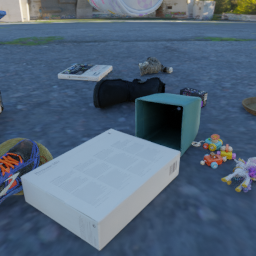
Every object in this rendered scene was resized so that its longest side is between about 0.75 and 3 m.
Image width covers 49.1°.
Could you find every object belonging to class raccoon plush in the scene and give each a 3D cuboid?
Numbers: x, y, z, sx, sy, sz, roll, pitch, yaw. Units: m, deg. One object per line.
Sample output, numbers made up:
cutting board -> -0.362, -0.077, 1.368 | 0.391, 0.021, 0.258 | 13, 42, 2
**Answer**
raccoon plush -> 1.257, -2.804, 13.057 | 1.557, 0.753, 1.043 | 8, 34, 16

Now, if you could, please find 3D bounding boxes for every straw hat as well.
straw hat -> -2.095, 0.787, 5.529 | 1.164, 1.164, 0.492 | -13, -10, -25

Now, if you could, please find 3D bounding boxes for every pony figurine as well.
pony figurine -> 2.296, 0.881, 5.411 | 0.755, 0.652, 0.782 | 11, 41, 42

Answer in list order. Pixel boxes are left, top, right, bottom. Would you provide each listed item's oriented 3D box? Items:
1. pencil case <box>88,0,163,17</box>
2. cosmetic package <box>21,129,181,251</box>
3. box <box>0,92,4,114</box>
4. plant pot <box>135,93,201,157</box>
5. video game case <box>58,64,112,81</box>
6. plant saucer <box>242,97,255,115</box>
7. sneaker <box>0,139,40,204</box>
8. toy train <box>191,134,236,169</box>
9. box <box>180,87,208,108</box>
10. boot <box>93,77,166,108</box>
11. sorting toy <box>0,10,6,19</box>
pencil case -> -0.205, -3.291, 6.502 | 1.129, 1.232, 2.715 | -12, 26, -18
cosmetic package -> -0.398, 0.885, 5.228 | 1.815, 0.622, 2.407 | 20, 32, 33
box -> -4.525, -0.394, 7.842 | 1.379, 0.711, 2.365 | -3, 25, -7
plant pot -> 1.139, -0.254, 7.016 | 1.213, 1.213, 1.717 | 12, 23, 31
video game case -> -1.953, -2.640, 13.191 | 1.931, 0.248, 2.124 | 6, 27, 12
plant saucer -> 4.473, -0.648, 8.960 | 1.589, 0.234, 1.589 | 1, 25, 0
sneaker -> -2.168, 0.833, 4.695 | 0.710, 0.739, 1.883 | 20, 48, 14
toy train -> 1.962, 0.469, 6.469 | 0.884, 0.327, 1.177 | -4, 26, -8
box -> 2.186, -1.020, 9.423 | 0.818, 0.500, 0.434 | 22, 32, 37
boot -> 0.142, -1.201, 9.324 | 1.954, 0.888, 2.326 | 5, 19, 20
sorting toy -> -3.600, -2.218, 5.519 | 1.406, 0.340, 2.497 | -12, 4, 24
